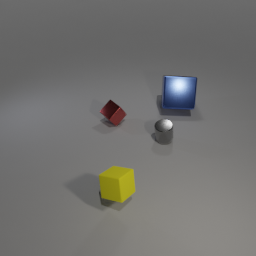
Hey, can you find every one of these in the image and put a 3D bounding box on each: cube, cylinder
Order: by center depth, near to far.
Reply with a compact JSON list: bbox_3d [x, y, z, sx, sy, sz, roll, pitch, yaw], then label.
[{"bbox_3d":[-0.289,1.520,7.669,0.700,0.700,0.700,4,17,33],"label":"cube"},{"bbox_3d":[1.381,0.138,10.734,0.700,0.700,0.700,-5,45,5],"label":"cylinder"},{"bbox_3d":[-0.620,-0.634,11.813,0.700,0.700,0.700,-49,57,-3],"label":"cube"},{"bbox_3d":[2.272,-1.638,12.716,1.400,1.400,1.400,3,12,3],"label":"cube"}]
